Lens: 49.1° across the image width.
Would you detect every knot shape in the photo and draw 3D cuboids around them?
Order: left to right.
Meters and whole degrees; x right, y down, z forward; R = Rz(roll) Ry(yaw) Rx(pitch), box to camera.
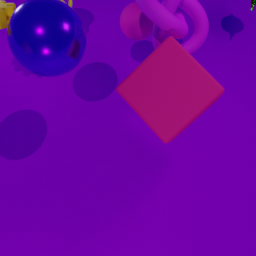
[{"bbox_3d":[0.984,-2.243,5.664,0.913,1.850,1.977,9,50,35],"label":"knot shape"}]

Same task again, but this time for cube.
[{"bbox_3d":[0.806,-0.634,5.308,1.320,1.320,1.320,-43,81,8],"label":"cube"}]

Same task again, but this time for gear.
[{"bbox_3d":[-3.133,-2.265,5.582,1.719,0.318,1.719,2,32,-1],"label":"gear"}]

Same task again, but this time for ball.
[{"bbox_3d":[-1.397,-1.566,4.902,1.327,1.327,1.327,0,62,0],"label":"ball"},{"bbox_3d":[0.239,-2.546,6.694,0.867,0.867,0.867,0,62,0],"label":"ball"}]

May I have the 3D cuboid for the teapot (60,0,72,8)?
[{"bbox_3d":[-2.089,-3.816,7.125,1.135,1.826,0.894,-11,49,41],"label":"teapot"}]

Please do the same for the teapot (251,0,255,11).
[{"bbox_3d":[3.178,-3.552,6.821,0.797,1.281,0.627,14,31,21],"label":"teapot"}]
